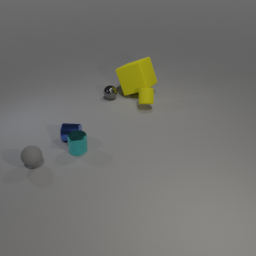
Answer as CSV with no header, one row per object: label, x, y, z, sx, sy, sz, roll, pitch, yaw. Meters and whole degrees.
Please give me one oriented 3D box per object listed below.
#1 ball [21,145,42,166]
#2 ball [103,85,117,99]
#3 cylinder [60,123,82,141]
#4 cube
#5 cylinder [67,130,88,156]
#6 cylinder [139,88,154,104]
ball,-3.263,0.941,9.481,0.700,0.700,0.700,0,32,0
ball,-0.887,-1.791,14.048,0.700,0.700,0.700,0,32,0
cylinder,-2.205,0.169,10.929,0.700,0.700,0.700,2,32,3
cube,0.456,-2.640,14.254,1.400,1.400,1.400,-10,19,32
cylinder,-1.851,0.548,10.299,0.700,0.700,0.700,1,33,-1
cylinder,0.852,-1.477,13.057,0.700,0.700,0.700,0,1,0
